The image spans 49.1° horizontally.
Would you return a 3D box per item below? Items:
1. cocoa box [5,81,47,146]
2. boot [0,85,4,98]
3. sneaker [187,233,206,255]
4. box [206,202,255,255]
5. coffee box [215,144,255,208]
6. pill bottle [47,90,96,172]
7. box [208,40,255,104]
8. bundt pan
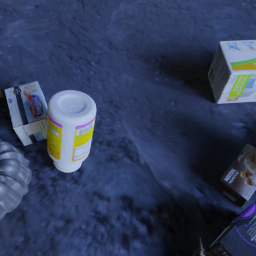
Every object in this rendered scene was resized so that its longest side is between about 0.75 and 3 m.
[{"bbox_3d":[-2.822,-0.442,8.151,0.969,0.984,1.476,-19,59,-12],"label":"cocoa box"},{"bbox_3d":[-5.133,-1.153,8.844,2.039,0.674,1.786,-28,49,-18],"label":"boot"},{"bbox_3d":[1.225,3.071,6.155,0.882,0.578,1.527,4,58,6],"label":"sneaker"},{"bbox_3d":[3.073,2.926,5.827,1.429,1.240,2.338,-36,64,-21],"label":"box"},{"bbox_3d":[3.041,1.222,7.327,0.819,0.571,1.432,38,65,22],"label":"coffee box"},{"bbox_3d":[-1.453,0.180,6.993,1.105,2.120,1.105,9,44,-8],"label":"pill bottle"},{"bbox_3d":[4.080,-1.760,8.712,2.626,1.477,1.331,-3,58,-3],"label":"box"},{"bbox_3d":[-3.787,1.192,7.172,2.367,0.888,2.367,0,57,1],"label":"bundt pan"}]
